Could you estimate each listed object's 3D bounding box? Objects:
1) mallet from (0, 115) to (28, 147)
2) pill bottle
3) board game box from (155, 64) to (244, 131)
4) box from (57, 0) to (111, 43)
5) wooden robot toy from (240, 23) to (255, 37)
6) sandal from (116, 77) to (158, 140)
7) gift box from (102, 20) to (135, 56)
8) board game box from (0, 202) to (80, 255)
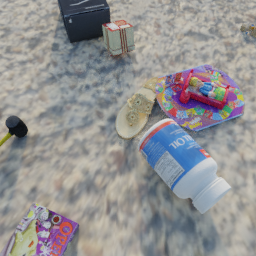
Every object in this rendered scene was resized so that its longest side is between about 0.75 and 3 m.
[{"bbox_3d":[-3.713,0.521,7.724,0.446,0.714,2.167,32,62,20],"label":"mallet"},{"bbox_3d":[1.408,0.942,7.059,1.281,1.281,2.282,-32,63,-20],"label":"pill bottle"},{"bbox_3d":[2.358,-1.196,8.793,2.906,0.566,2.296,-18,61,-17],"label":"board game box"},{"bbox_3d":[-1.761,-4.607,10.848,1.714,1.209,2.317,-14,57,-9],"label":"box"},{"bbox_3d":[4.961,-3.828,10.735,1.203,0.546,0.530,37,64,21],"label":"wooden robot toy"},{"bbox_3d":[0.400,-0.880,8.574,0.942,0.845,2.569,27,60,17],"label":"sandal"},{"bbox_3d":[-0.338,-3.134,9.969,0.999,1.011,1.082,-17,42,-13],"label":"gift box"},{"bbox_3d":[-2.209,2.940,6.358,1.316,0.354,2.192,22,59,9],"label":"board game box"}]
